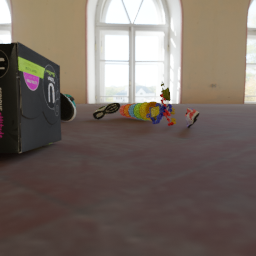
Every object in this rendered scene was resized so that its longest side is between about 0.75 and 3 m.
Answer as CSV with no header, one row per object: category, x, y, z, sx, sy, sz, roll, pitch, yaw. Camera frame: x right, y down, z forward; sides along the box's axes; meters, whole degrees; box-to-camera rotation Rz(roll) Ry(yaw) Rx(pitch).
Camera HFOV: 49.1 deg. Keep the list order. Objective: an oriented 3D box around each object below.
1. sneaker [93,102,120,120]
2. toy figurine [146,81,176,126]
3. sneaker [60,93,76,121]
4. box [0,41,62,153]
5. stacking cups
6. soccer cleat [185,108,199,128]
sneaker,-0.967,-0.867,12.366,1.284,0.494,0.569,-22,32,1
toy figurine,0.980,-0.705,9.595,0.970,1.619,0.854,-23,-41,30
sneaker,-2.789,-0.884,12.165,2.763,1.155,1.668,33,5,35
box,-2.778,-0.469,5.041,2.678,1.665,1.989,0,3,5
stacking cups,0.363,-0.792,12.490,0.837,0.837,2.766,-3,6,-29
soccer cleat,1.911,-0.319,8.595,0.369,0.344,1.008,42,-13,15
